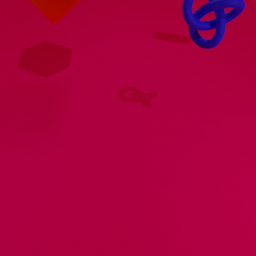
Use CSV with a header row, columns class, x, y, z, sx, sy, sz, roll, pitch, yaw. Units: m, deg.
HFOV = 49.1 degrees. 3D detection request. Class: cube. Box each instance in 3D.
class,x,y,z,sx,sy,sz,roll,pitch,yaw
cube,-1.728,-3.472,6.641,1.217,1.217,1.217,-35,33,19

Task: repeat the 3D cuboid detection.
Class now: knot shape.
class,x,y,z,sx,sy,sz,roll,pitch,yaw
knot shape,1.469,-2.123,5.207,1.076,1.150,0.531,31,41,-22
